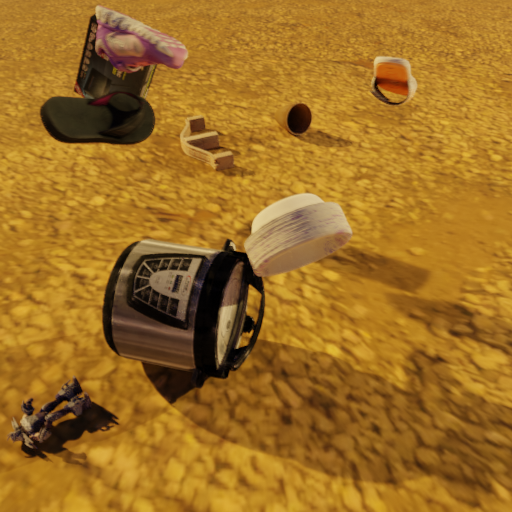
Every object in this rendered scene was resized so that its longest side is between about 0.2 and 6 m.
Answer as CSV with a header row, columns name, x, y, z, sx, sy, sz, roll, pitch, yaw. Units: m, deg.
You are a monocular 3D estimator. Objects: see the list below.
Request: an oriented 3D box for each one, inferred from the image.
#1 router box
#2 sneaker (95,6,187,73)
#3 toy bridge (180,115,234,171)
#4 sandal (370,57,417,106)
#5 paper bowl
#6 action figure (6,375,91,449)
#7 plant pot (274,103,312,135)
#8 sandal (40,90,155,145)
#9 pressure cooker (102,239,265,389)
name,x,y,z,sx,sy,sz,roll,pitch,yaw
router box,-3.109,-4.173,12.537,1.519,2.027,0.630,30,44,-4
sneaker,-2.319,-3.994,10.898,2.317,1.024,0.932,33,20,26
toy bridge,-1.573,-3.210,15.931,1.046,0.423,3.111,-14,38,-15
sandal,2.515,-3.184,10.561,0.824,0.616,2.150,14,7,19
paper bowl,0.559,-0.343,8.260,1.549,1.549,0.806,-17,75,-22
action figure,-3.068,2.315,8.188,1.220,0.423,0.794,-32,52,-32
plant pot,1.025,-4.218,17.031,0.945,0.945,1.014,-20,29,-26
sandal,-2.321,-2.264,9.053,0.586,0.921,2.450,-27,3,32
pressure cooker,-1.005,0.801,8.927,2.301,2.023,2.055,10,25,12
